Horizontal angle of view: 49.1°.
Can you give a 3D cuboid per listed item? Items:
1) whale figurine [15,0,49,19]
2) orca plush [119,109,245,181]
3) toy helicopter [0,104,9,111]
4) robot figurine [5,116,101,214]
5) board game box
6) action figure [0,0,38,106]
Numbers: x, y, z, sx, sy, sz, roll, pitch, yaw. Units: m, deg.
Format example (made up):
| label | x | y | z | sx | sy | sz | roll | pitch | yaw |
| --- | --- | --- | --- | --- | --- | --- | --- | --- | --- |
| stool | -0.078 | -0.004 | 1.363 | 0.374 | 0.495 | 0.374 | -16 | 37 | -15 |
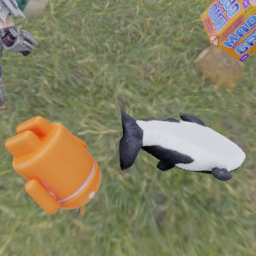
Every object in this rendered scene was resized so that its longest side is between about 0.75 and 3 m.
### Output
| label | x | y | z | sx | sy | sz | roll | pitch | yaw |
| --- | --- | --- | --- | --- | --- | --- | --- | --- | --- |
| whale figurine | -2.016 | -3.322 | 6.020 | 0.977 | 1.883 | 1.498 | 27 | 35 | -30 |
| orca plush | 0.816 | 0.535 | 4.615 | 2.726 | 0.969 | 1.434 | -1 | 47 | -47 |
| toy helicopter | -3.040 | -0.409 | 5.783 | 1.112 | 0.736 | 0.439 | -9 | 85 | -31 |
| robot figurine | -0.945 | 0.521 | 3.886 | 0.863 | 1.479 | 1.064 | -39 | 27 | -3 |
| board game box | 2.596 | -2.491 | 6.565 | 1.118 | 1.119 | 1.118 | 19 | 47 | -28 |
| action figure | -2.373 | -1.609 | 4.779 | 0.962 | 2.774 | 1.805 | -16 | 60 | -41 |
